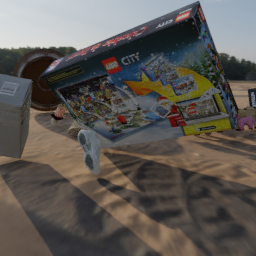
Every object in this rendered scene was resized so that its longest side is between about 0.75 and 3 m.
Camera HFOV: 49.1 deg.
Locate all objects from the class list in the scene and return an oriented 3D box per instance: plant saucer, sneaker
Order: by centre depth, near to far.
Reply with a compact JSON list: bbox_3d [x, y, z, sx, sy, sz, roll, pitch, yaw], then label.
[{"bbox_3d":[-0.553,0.383,4.714,0.385,0.775,0.302,-10,-7,-45],"label":"sneaker"},{"bbox_3d":[-3.205,-1.830,11.063,2.530,2.530,0.406,-4,19,-18],"label":"plant saucer"}]

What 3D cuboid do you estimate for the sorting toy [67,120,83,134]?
[{"bbox_3d":[-0.583,-0.453,8.368,1.988,0.357,2.669,-3,20,2],"label":"sorting toy"}]

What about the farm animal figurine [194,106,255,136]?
[{"bbox_3d":[2.249,-0.322,7.035,1.712,0.893,1.693,-1,-7,-38],"label":"farm animal figurine"}]

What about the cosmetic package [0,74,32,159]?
[{"bbox_3d":[-2.211,-0.174,5.258,0.661,1.465,0.782,9,45,-10],"label":"cosmetic package"}]

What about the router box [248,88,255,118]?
[{"bbox_3d":[3.707,-0.543,8.085,0.264,0.770,1.032,-14,40,29],"label":"router box"}]

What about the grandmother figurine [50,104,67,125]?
[{"bbox_3d":[-2.150,-0.388,8.546,0.498,0.821,0.249,29,43,-12],"label":"grandmother figurine"}]

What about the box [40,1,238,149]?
[{"bbox_3d":[0.166,-0.646,4.980,2.953,2.017,0.556,-10,38,32],"label":"box"}]
